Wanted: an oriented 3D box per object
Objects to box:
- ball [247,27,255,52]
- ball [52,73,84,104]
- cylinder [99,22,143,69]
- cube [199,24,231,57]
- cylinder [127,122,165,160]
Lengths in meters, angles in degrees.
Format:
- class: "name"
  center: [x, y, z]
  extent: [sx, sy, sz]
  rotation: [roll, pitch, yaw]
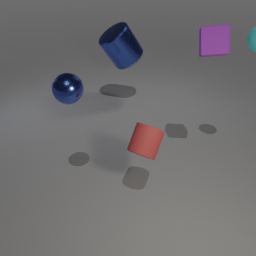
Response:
- class: "ball"
  center: [3.454, -2.304, 7.243]
  extent: [0.700, 0.700, 0.700]
  rotation: [0, 31, 0]
- class: "ball"
  center: [-1.344, -0.877, 6.252]
  extent: [0.700, 0.700, 0.700]
  rotation: [0, 31, 0]
- class: "cylinder"
  center: [-0.284, -3.445, 11.788]
  extent: [1.400, 1.400, 1.400]
  rotation: [-23, 41, 22]
- class: "cube"
  center: [2.200, -2.211, 7.167]
  extent: [0.700, 0.700, 0.700]
  rotation: [0, 11, 12]
- class: "cylinder"
  center: [0.420, 0.305, 6.580]
  extent: [0.700, 0.700, 0.700]
  rotation: [20, -2, 1]
